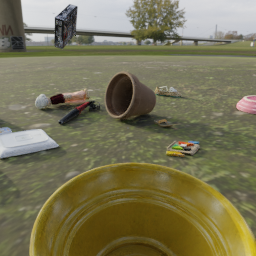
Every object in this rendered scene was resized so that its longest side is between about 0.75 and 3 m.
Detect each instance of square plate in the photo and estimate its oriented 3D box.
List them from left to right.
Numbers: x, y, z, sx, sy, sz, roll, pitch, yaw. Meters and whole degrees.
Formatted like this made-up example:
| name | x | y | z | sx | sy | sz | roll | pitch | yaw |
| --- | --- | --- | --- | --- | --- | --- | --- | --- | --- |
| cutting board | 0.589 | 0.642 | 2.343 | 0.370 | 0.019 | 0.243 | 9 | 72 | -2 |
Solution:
| name | x | y | z | sx | sy | sz | roll | pitch | yaw |
| --- | --- | --- | --- | --- | --- | --- | --- | --- | --- |
| square plate | -3.227 | 0.394 | 8.676 | 1.693 | 0.243 | 1.709 | -11 | 22 | -30 |

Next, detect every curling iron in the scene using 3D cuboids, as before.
| name | x | y | z | sx | sy | sz | roll | pitch | yaw |
| --- | --- | --- | --- | --- | --- | --- | --- | --- | --- |
| curling iron | -2.022 | -0.707 | 11.785 | 0.727 | 0.375 | 2.932 | 8 | 20 | 22 |

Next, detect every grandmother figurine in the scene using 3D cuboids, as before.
| name | x | y | z | sx | sy | sz | roll | pitch | yaw |
| --- | --- | --- | --- | --- | --- | --- | --- | --- | --- |
| grandmother figurine | -3.142 | -1.383 | 13.397 | 2.572 | 0.779 | 1.560 | -16 | -2 | -33 |

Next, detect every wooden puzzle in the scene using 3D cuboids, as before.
| name | x | y | z | sx | sy | sz | roll | pitch | yaw |
| --- | --- | --- | --- | --- | --- | --- | --- | --- | --- |
| wooden puzzle | 1.645 | 0.566 | 8.295 | 0.855 | 0.148 | 1.267 | 8 | 19 | 23 |

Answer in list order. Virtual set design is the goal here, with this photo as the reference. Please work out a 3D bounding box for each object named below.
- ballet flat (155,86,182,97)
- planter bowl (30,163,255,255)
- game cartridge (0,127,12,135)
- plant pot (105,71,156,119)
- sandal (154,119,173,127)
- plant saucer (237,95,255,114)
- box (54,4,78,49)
| name | x | y | z | sx | sy | sz | roll | pitch | yaw |
| --- | --- | --- | --- | --- | --- | --- | --- | --- | --- |
| ballet flat | 2.233 | -2.044 | 15.620 | 1.584 | 0.517 | 0.558 | 9 | 22 | 24 |
| planter bowl | 0.161 | 1.589 | 3.467 | 2.538 | 1.057 | 2.538 | 4 | 29 | -2 |
| game cartridge | -4.251 | 0.159 | 9.541 | 0.533 | 0.166 | 0.801 | -16 | 23 | -29 |
| plant pot | 0.249 | -1.220 | 11.506 | 1.658 | 1.901 | 1.901 | 8 | 10 | -39 |
| sandal | 1.303 | -0.228 | 10.535 | 0.371 | 0.249 | 0.923 | -10 | 21 | -28 |
| plant saucer | 6.046 | -1.076 | 12.681 | 2.078 | 0.527 | 2.078 | -1 | 18 | 0 |
| box | -2.630 | -4.333 | 11.931 | 0.409 | 1.298 | 1.645 | 17 | 44 | 1 |
